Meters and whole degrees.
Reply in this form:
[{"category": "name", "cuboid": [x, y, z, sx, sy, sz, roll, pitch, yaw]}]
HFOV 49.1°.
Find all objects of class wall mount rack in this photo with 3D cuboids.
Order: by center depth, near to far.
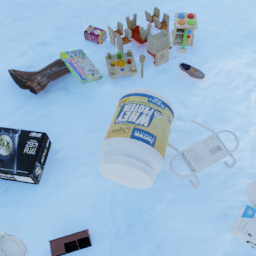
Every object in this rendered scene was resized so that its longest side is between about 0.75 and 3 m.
[{"category": "wall mount rack", "cuboid": [2.468, 0.745, 10.209, 2.791, 1.041, 2.425, -25, 66, -14]}]

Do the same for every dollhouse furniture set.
[{"category": "dollhouse furniture set", "cuboid": [0.816, -4.186, 13.154, 2.723, 1.403, 2.693, -28, 52, -16]}]

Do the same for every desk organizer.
[{"category": "desk organizer", "cuboid": [-1.785, 3.613, 8.765, 1.248, 0.447, 0.480, -15, 62, -8]}]

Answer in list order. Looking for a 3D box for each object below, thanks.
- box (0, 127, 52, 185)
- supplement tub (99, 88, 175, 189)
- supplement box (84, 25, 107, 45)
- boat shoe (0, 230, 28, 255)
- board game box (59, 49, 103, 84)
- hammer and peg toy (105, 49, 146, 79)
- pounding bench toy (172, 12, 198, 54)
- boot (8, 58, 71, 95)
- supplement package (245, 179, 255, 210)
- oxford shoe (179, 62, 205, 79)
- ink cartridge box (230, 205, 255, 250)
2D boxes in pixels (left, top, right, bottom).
[{"category": "box", "cuboid": [-4.058, 0.967, 10.069, 2.094, 0.902, 1.715, 8, 59, 5]}, {"category": "supplement tub", "cuboid": [0.332, 0.353, 9.698, 2.146, 2.146, 2.967, 14, 60, 8]}, {"category": "supplement box", "cuboid": [-1.582, -4.515, 13.595, 0.939, 0.484, 0.614, 22, 62, 13]}, {"category": "boat shoe", "cuboid": [-4.021, 3.455, 8.626, 1.940, 0.827, 0.717, 23, 62, 13]}, {"category": "board game box", "cuboid": [-2.020, -2.678, 12.101, 1.160, 0.251, 1.723, -24, 69, -43]}, {"category": "hammer and peg toy", "cuboid": [-0.034, -2.866, 12.511, 1.833, 0.647, 1.349, -9, 60, -5]}, {"category": "pounding bench toy", "cuboid": [2.657, -4.466, 13.108, 1.006, 1.263, 1.619, 3, 59, 1]}, {"category": "boot", "cuboid": [-3.737, -2.568, 12.344, 2.208, 0.761, 2.370, 31, 59, 24]}, {"category": "supplement package", "cuboid": [4.558, 2.105, 9.050, 0.899, 1.483, 0.888, -5, 59, -3]}, {"category": "oxford shoe", "cuboid": [2.767, -2.457, 12.131, 1.239, 0.452, 0.442, 26, 99, 5]}, {"category": "ink cartridge box", "cuboid": [4.270, 3.355, 8.838, 1.689, 0.573, 0.980, 31, 64, 17]}]
